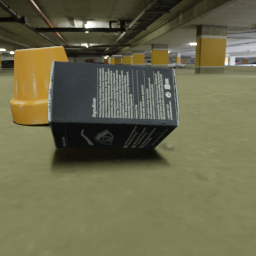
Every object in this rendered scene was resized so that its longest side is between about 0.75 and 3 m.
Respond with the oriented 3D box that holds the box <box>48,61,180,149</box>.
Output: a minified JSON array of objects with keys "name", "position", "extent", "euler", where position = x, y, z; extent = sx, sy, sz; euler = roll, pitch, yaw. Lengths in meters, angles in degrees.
[{"name":"box","position":[-0.351,-0.344,5.529],"extent":[2.253,1.175,1.667],"euler":[2,-19,-11]}]

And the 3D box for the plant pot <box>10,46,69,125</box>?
[{"name":"plant pot","position":[-2.741,-1.496,9.231],"extent":[2.406,2.203,2.406],"euler":[-5,18,2]}]
